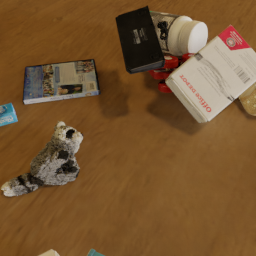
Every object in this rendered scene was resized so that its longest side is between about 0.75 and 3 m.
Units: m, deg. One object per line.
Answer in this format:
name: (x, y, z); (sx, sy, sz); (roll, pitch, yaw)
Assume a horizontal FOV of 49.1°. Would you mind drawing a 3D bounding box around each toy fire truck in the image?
toy fire truck: (1.702, -2.155, 10.039); (2.009, 1.127, 1.687); (-9, 32, -7)

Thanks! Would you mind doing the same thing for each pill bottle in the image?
pill bottle: (1.586, -3.514, 10.500); (1.414, 1.414, 2.501); (-38, 46, -27)

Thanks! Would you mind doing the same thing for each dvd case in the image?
dvd case: (-2.408, -1.738, 10.153); (2.639, 0.232, 1.883); (-8, 50, -6)

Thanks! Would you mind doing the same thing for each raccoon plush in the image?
raccoon plush: (-2.325, 0.705, 7.671); (2.358, 1.141, 1.580); (-13, 44, -10)

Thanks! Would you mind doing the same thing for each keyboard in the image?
keyboard: (0.500, -2.603, 8.047); (1.466, 0.313, 2.442); (-15, 58, 7)

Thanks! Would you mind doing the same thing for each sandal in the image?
sandal: (3.585, -1.698, 9.407); (0.968, 1.079, 2.944); (11, 46, -36)

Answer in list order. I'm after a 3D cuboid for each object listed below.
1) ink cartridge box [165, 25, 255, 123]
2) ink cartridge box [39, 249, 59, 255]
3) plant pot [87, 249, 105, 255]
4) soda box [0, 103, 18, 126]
ink cartridge box: (2.636, -1.573, 8.580); (2.450, 1.021, 1.779); (-40, 90, -3)
ink cartridge box: (-2.045, 3.519, 5.397); (1.943, 0.819, 1.406); (-24, 54, -13)
plant pot: (-0.062, 3.496, 4.781); (2.026, 2.156, 2.156); (17, 52, 4)
soda box: (-4.285, -0.303, 8.813); (1.405, 0.477, 0.451); (-19, 53, -15)
